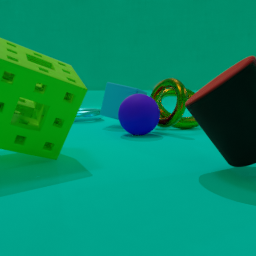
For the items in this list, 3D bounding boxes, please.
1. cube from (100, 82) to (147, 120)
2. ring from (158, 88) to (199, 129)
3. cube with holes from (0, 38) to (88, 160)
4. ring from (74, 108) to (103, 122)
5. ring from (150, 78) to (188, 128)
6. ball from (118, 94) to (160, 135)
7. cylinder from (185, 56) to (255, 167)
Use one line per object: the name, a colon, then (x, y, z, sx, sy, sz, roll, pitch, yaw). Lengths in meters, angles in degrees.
cube: (-0.109, -0.731, 8.281, 0.974, 0.974, 0.974, 15, 6, 19)
ring: (1.497, -0.647, 8.294, 1.726, 0.345, 1.726, 7, 47, -7)
cube with holes: (-1.628, -0.476, 4.523, 1.286, 1.286, 1.286, 17, 20, -31)
ring: (-1.713, -0.471, 10.005, 1.710, 0.342, 1.710, -2, 9, 0)
ring: (0.988, -0.642, 7.145, 0.257, 1.287, 1.287, 11, 0, -37)
ball: (0.266, -0.326, 6.849, 1.018, 1.018, 1.018, 0, 8, 0)
cylinder: (1.516, -0.214, 3.777, 1.078, 1.078, 1.078, -37, 2, 1)
